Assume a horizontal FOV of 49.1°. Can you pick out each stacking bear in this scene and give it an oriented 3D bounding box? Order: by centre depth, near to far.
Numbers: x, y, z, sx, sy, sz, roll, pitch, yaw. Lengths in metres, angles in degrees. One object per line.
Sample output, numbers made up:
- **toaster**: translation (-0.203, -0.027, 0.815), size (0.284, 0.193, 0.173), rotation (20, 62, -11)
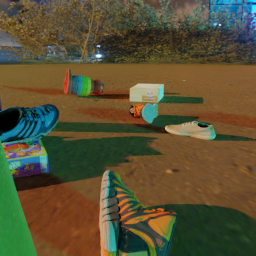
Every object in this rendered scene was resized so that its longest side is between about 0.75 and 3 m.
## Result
- **stacking bear**: translation (-2.357, -2.333, 15.466), size (2.121, 1.288, 1.206), rotation (3, 55, -23)

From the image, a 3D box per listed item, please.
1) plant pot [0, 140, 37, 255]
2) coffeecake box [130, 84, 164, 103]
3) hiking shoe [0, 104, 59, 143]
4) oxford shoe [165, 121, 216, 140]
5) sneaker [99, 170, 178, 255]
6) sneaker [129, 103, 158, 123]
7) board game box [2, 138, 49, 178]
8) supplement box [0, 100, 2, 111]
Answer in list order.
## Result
- **plant pot**: translation (-1.556, 0.990, 1.806), size (2.391, 2.270, 2.391), rotation (0, 17, 0)
- **coffeecake box**: translation (1.006, -1.830, 14.445), size (1.436, 0.683, 1.870), rotation (4, 17, 14)
- **hiking shoe**: translation (-2.721, -0.147, 7.393), size (0.894, 1.042, 2.404), rotation (49, 45, 9)
- **oxford shoe**: translation (1.885, 0.006, 8.526), size (1.570, 0.453, 0.590), rotation (8, 21, 33)
- **sneaker**: translation (0.116, 1.250, 4.004), size (1.021, 0.707, 1.823), rotation (2, 26, -8)
- **sneaker**: translation (0.449, -0.565, 10.329), size (1.006, 0.697, 1.796), rotation (1, 5, 18)
- **board game box**: translation (-2.779, 0.704, 6.138), size (1.850, 0.414, 1.244), rotation (-7, 17, -23)
- **supplement box**: translation (-4.994, -1.040, 9.429), size (0.830, 1.938, 1.069), rotation (4, 17, 15)
